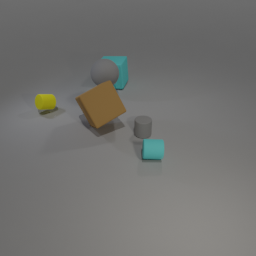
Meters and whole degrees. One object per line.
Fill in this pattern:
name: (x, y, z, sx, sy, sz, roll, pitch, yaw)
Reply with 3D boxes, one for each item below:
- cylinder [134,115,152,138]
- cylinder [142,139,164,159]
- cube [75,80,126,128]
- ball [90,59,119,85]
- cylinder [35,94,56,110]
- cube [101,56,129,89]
cylinder: (0.610, -0.045, 11.326, 0.700, 0.700, 0.700, 0, 30, 0)
cylinder: (0.876, 0.742, 9.829, 0.700, 0.700, 0.700, 2, 31, -1)
cube: (-1.136, -0.957, 11.405, 1.400, 1.400, 1.400, -31, 12, -13)
ball: (-1.129, -2.667, 13.675, 1.400, 1.400, 1.400, 0, 31, 0)
cylinder: (-3.786, -1.197, 12.851, 0.700, 0.700, 0.700, 27, 22, 36)
cube: (-0.832, -3.095, 15.538, 1.400, 1.400, 1.400, 3, 33, 13)
